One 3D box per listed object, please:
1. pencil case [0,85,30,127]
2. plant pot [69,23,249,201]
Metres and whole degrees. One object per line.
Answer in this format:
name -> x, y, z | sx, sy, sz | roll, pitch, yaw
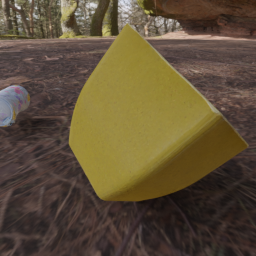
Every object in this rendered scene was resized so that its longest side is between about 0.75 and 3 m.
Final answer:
pencil case -> -3.536, -0.700, 8.323 | 0.918, 0.841, 2.023 | 30, 13, -15
plant pot -> 0.302, 0.096, 4.635 | 2.082, 2.129, 2.068 | 53, 16, 30
